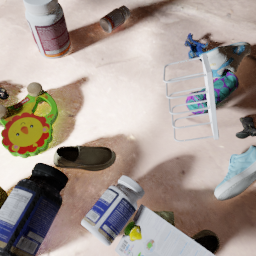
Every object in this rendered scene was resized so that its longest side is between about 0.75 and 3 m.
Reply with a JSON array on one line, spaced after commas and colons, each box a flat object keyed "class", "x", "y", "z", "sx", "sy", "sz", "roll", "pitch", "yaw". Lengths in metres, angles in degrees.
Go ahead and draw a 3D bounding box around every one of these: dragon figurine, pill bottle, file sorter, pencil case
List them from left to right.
[{"class": "pill bottle", "x": -2.822, "y": 2.404, "z": 8.062, "sx": 1.483, "sy": 1.483, "sz": 2.652, "roll": 19, "pitch": 60, "yaw": 11}, {"class": "pill bottle", "x": -3.253, "y": -4.224, "z": 11.374, "sx": 1.478, "sy": 2.590, "sz": 1.478, "roll": 0, "pitch": 59, "yaw": 0}, {"class": "pill bottle", "x": -0.393, "y": 2.382, "z": 8.256, "sx": 1.081, "sy": 1.081, "sz": 1.869, "roll": 34, "pitch": 67, "yaw": 18}, {"class": "pill bottle", "x": -0.583, "y": -5.042, "z": 12.937, "sx": 0.762, "sy": 0.762, "sz": 1.390, "roll": 38, "pitch": 66, "yaw": 20}, {"class": "file sorter", "x": 2.019, "y": -0.920, "z": 9.042, "sx": 1.440, "sy": 2.313, "sz": 1.605, "roll": -8, "pitch": 32, "yaw": 13}, {"class": "dragon figurine", "x": 2.890, "y": -3.233, "z": 11.957, "sx": 0.990, "sy": 0.586, "sz": 1.991, "roll": 4, "pitch": 59, "yaw": 2}, {"class": "pencil case", "x": 3.205, "y": -1.358, "z": 10.639, "sx": 2.080, "sy": 0.885, "sz": 0.961, "roll": -34, "pitch": 99, "yaw": -20}]

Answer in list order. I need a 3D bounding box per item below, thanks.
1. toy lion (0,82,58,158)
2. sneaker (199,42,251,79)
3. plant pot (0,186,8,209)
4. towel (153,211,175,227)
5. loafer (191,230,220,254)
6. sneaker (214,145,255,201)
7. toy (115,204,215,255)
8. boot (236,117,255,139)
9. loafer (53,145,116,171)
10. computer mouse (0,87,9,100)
[{"class": "toy lion", "x": -3.527, "y": -0.190, "z": 10.112, "sx": 2.428, "sy": 0.834, "sz": 2.328, "roll": -41, "pitch": 74, "yaw": -22}, {"class": "sneaker", "x": 4.028, "y": -2.738, "z": 11.345, "sx": 2.892, "sy": 1.106, "sz": 1.168, "roll": -23, "pitch": 98, "yaw": -33}, {"class": "plant pot", "x": -4.185, "y": 2.282, "z": 8.324, "sx": 1.453, "sy": 1.453, "sz": 1.031, "roll": 35, "pitch": 37, "yaw": 19}, {"class": "towel", "x": 1.074, "y": 2.991, "z": 8.435, "sx": 0.733, "sy": 0.180, "sz": 0.988, "roll": 0, "pitch": 58, "yaw": -2}, {"class": "loafer", "x": 1.568, "y": 3.594, "z": 7.730, "sx": 2.416, "sy": 0.815, "sz": 0.918, "roll": -34, "pitch": 65, "yaw": -18}, {"class": "sneaker", "x": 3.569, "y": 1.414, "z": 9.138, "sx": 2.423, "sy": 0.895, "sz": 0.993, "roll": -30, "pitch": 44, "yaw": -18}, {"class": "toy", "x": 0.962, "y": 3.375, "z": 7.432, "sx": 2.712, "sy": 0.640, "sz": 1.561, "roll": 24, "pitch": 79, "yaw": 45}, {"class": "boot", "x": 4.256, "y": -0.040, "z": 10.247, "sx": 0.941, "sy": 0.326, "sz": 0.819, "roll": -6, "pitch": 54, "yaw": -8}, {"class": "loafer", "x": -1.471, "y": 0.971, "z": 9.350, "sx": 2.144, "sy": 0.732, "sz": 0.811, "roll": -3, "pitch": 59, "yaw": -2}, {"class": "computer mouse", "x": -5.518, "y": -0.756, "z": 10.566, "sx": 1.218, "sy": 0.487, "sz": 2.222, "roll": 17, "pitch": 55, "yaw": 5}]
